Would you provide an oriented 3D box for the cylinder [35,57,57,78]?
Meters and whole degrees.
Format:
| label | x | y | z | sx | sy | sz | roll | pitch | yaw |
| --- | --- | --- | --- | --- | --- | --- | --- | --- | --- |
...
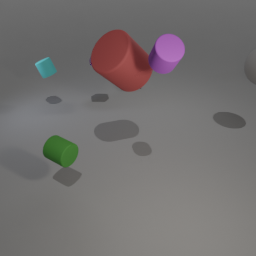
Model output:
| label | x | y | z | sx | sy | sz | roll | pitch | yaw |
| --- | --- | --- | --- | --- | --- | --- | --- | --- | --- |
| cylinder | -3.636 | -2.676 | 12.443 | 0.700 | 0.700 | 0.700 | -20 | 25 | 10 |

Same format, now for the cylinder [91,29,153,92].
| label | x | y | z | sx | sy | sz | roll | pitch | yaw |
| --- | --- | --- | --- | --- | --- | --- | --- | --- | --- |
| cylinder | -0.165 | -1.995 | 8.490 | 1.400 | 1.400 | 1.400 | 26 | -1 | 37 |

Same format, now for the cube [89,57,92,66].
| label | x | y | z | sx | sy | sz | roll | pitch | yaw |
| --- | --- | --- | --- | --- | --- | --- | --- | --- | --- |
| cube | -1.243 | -3.048 | 12.304 | 0.700 | 0.700 | 0.700 | 18 | 23 | -20 |

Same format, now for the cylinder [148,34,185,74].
| label | x | y | z | sx | sy | sz | roll | pitch | yaw |
| --- | --- | --- | --- | --- | --- | --- | --- | --- | --- |
| cylinder | 0.894 | -1.735 | 6.616 | 0.700 | 0.700 | 0.700 | -6 | -11 | -11 |

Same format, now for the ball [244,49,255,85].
| label | x | y | z | sx | sy | sz | roll | pitch | yaw |
| --- | --- | --- | --- | --- | --- | --- | --- | --- | --- |
| ball | 4.787 | -2.155 | 9.729 | 1.400 | 1.400 | 1.400 | 0 | 30 | 0 |

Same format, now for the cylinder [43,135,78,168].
| label | x | y | z | sx | sy | sz | roll | pitch | yaw |
| --- | --- | --- | --- | --- | --- | --- | --- | --- | --- |
| cylinder | -1.852 | 0.637 | 7.726 | 0.700 | 0.700 | 0.700 | 22 | 37 | 25 |
